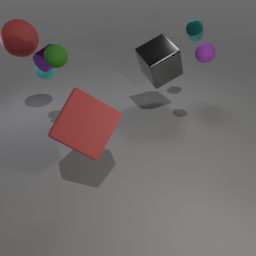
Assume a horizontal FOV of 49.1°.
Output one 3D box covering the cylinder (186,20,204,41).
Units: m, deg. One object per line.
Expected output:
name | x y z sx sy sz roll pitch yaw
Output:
cylinder | 2.841 -4.125 11.873 0.700 0.700 0.700 11 3 17

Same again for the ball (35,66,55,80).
ball | -3.085 -2.155 10.419 0.700 0.700 0.700 0 32 0

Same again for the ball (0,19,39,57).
ball | -4.186 -3.459 10.827 1.400 1.400 1.400 0 32 0

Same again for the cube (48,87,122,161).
cube | -1.216 -0.107 7.667 1.400 1.400 1.400 29 -6 -14

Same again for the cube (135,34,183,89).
cube | 1.341 -2.833 11.941 1.400 1.400 1.400 -30 55 -3

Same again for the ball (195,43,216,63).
ball | 2.723 -2.646 9.880 0.700 0.700 0.700 0 32 0

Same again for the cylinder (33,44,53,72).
cylinder | -2.667 -2.324 9.327 0.700 0.700 0.700 20 51 29

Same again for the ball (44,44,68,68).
ball | -2.156 -2.149 8.397 0.700 0.700 0.700 0 32 0
